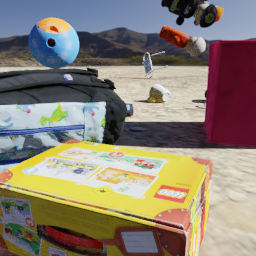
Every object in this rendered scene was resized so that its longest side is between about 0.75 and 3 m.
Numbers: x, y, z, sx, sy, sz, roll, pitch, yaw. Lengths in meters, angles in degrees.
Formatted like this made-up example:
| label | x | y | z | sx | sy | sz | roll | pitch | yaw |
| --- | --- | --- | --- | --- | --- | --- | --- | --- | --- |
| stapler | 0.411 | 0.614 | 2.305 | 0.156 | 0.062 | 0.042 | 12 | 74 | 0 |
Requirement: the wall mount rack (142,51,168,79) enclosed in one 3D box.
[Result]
| label | x | y | z | sx | sy | sz | roll | pitch | yaw |
| --- | --- | --- | --- | --- | --- | --- | --- | --- | --- |
| wall mount rack | 0.760 | -1.871 | 8.231 | 0.318 | 0.854 | 0.742 | 6 | -24 | -39 |

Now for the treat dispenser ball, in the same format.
| label | x | y | z | sx | sy | sz | roll | pitch | yaw |
| --- | --- | --- | --- | --- | --- | --- | --- | --- | --- |
| treat dispenser ball | -2.081 | -2.373 | 7.910 | 1.379 | 1.379 | 1.379 | 0 | 15 | 0 |

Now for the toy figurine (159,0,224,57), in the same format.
| label | x | y | z | sx | sy | sz | roll | pitch | yaw |
| --- | --- | --- | --- | --- | --- | --- | --- | --- | --- |
| toy figurine | 1.687 | -2.858 | 6.761 | 1.251 | 1.770 | 1.798 | 31 | -17 | 14 |

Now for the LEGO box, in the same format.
| label | x | y | z | sx | sy | sz | roll | pitch | yaw |
| --- | --- | --- | --- | --- | --- | --- | --- | --- | --- |
| LEGO box | -0.230 | 0.884 | 3.410 | 2.242 | 0.865 | 1.669 | 7 | 17 | 23 |

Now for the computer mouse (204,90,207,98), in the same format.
| label | x | y | z | sx | sy | sz | roll | pitch | yaw |
| --- | --- | --- | --- | --- | --- | --- | --- | --- | --- |
| computer mouse | 3.681 | -1.200 | 12.224 | 0.745 | 0.432 | 2.541 | 25 | 24 | 5 |

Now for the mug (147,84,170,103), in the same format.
| label | x | y | z | sx | sy | sz | roll | pitch | yaw |
| --- | --- | --- | --- | --- | --- | --- | --- | --- | --- |
| mug | 1.439 | -1.445 | 12.710 | 0.768 | 0.959 | 0.788 | 30 | 2 | -41 |

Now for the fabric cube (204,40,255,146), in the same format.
| label | x | y | z | sx | sy | sz | roll | pitch | yaw |
| --- | --- | --- | --- | --- | --- | --- | --- | --- | --- |
| fabric cube | 3.396 | -1.030 | 7.481 | 2.431 | 2.470 | 2.478 | 2 | 15 | 11 |

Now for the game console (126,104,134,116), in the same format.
| label | x | y | z | sx | sy | sz | roll | pitch | yaw |
| --- | --- | --- | --- | --- | --- | --- | --- | --- | --- |
| game console | -0.576 | -1.128 | 10.458 | 1.571 | 1.082 | 1.823 | 0 | 16 | 0 |

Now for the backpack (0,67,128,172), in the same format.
| label | x | y | z | sx | sy | sz | roll | pitch | yaw |
| --- | --- | --- | --- | --- | --- | --- | --- | --- | --- |
| backpack | -1.953 | -0.227 | 5.519 | 2.997 | 2.304 | 2.445 | 4 | 25 | -36 |
